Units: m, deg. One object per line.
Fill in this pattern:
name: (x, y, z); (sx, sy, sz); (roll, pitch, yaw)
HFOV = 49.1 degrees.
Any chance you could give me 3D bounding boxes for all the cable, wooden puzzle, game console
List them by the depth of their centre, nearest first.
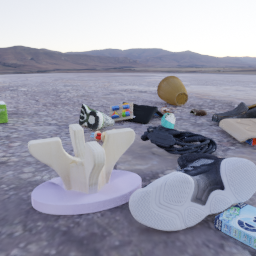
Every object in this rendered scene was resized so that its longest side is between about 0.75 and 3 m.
cable: (1.699, 0.429, 9.184); (2.390, 0.607, 1.950); (13, 10, 23)
wooden puzzle: (5.003, 0.126, 10.246); (2.641, 0.612, 2.447); (-5, 14, 0)
wooden puzzle: (-0.339, -0.794, 12.995); (1.126, 0.281, 1.216); (-9, 41, 10)
game console: (0.546, -0.552, 13.498); (1.923, 1.119, 1.691); (10, 48, 31)

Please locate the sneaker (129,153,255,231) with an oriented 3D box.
sneaker: (1.126, 1.162, 5.604); (2.615, 0.987, 1.488); (-12, 6, -17)

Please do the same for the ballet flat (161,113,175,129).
ballet flat: (1.695, -0.328, 11.686); (0.561, 0.586, 1.666); (29, 14, -4)

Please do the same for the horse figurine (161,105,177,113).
horse figurine: (2.066, -0.963, 14.912); (0.775, 0.292, 1.170); (-4, 15, -16)

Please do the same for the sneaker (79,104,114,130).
sneaker: (-1.376, -0.396, 12.047); (1.072, 0.930, 2.418); (9, 12, -32)

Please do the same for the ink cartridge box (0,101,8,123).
ink cartridge box: (-6.709, -0.794, 13.106); (1.697, 0.870, 2.296); (-8, 18, -29)

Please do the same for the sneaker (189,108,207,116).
sneaker: (3.548, -0.743, 14.190); (0.373, 0.348, 0.988); (-31, 25, -25)

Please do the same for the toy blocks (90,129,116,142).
toy blocks: (-0.778, 0.247, 10.060); (1.008, 0.366, 0.840); (5, 15, 38)

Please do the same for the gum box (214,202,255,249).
gum box: (2.183, 1.687, 4.806); (0.881, 0.231, 1.036); (-11, 17, -37)

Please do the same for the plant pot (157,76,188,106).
plant pot: (2.872, -2.096, 17.064); (1.719, 1.719, 1.844); (-4, 28, -14)

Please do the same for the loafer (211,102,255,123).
loafer: (4.992, -0.691, 12.463); (2.732, 0.988, 0.994); (-5, 16, -15)

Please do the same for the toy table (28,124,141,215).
toy table: (-0.864, 0.796, 5.984); (2.375, 1.391, 2.183); (-11, 18, -32)
